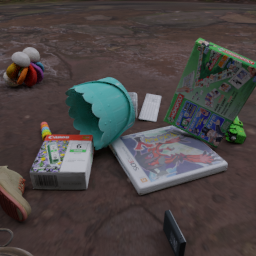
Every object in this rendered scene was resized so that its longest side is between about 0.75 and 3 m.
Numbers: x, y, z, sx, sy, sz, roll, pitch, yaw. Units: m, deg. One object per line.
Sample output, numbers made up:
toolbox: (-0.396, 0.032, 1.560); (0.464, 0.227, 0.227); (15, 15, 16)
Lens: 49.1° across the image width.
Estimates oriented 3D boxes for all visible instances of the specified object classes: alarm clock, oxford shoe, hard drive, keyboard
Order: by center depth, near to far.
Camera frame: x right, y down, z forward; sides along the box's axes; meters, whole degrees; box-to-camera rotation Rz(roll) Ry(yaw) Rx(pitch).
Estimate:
alarm clock: (-2.271, 2.671, 4.653); (1.799, 0.888, 2.667); (-9, 29, -15)
hard drive: (0.928, 2.175, 5.700); (0.136, 0.577, 0.827); (-7, 31, -13)
oxford shoe: (-2.825, 1.433, 6.801); (0.811, 0.764, 2.169); (-24, 38, -39)
keyboard: (0.934, -0.865, 11.344); (0.659, 0.125, 2.343); (6, 31, 9)

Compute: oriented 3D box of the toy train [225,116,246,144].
toy train: (3.680, -0.162, 9.860); (0.622, 0.461, 2.207); (13, 31, 3)

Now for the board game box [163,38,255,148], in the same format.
board game box: (2.296, -0.882, 7.964); (1.863, 2.768, 0.403); (29, 43, 13)

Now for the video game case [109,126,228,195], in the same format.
video game case: (1.079, 0.764, 8.362); (2.717, 0.312, 2.476); (-11, 32, -19)

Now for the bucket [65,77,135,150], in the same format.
bucket: (-0.822, -0.504, 8.488); (1.329, 2.043, 2.043); (-30, 41, -28)

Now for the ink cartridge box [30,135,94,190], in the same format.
ink cartridge box: (-1.743, 0.673, 8.163); (1.420, 0.656, 2.606); (0, 31, 0)

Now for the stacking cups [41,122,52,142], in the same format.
stacking cups: (-2.813, 0.124, 9.504); (0.333, 0.333, 1.101); (-12, 29, -20)

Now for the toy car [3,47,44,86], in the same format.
toy car: (-4.772, -2.711, 13.340); (1.491, 1.740, 1.988); (37, 33, -5)

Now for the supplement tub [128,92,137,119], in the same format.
supplement tub: (-0.480, -0.831, 10.420); (1.631, 1.000, 1.000); (0, 30, -1)
